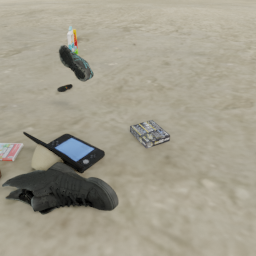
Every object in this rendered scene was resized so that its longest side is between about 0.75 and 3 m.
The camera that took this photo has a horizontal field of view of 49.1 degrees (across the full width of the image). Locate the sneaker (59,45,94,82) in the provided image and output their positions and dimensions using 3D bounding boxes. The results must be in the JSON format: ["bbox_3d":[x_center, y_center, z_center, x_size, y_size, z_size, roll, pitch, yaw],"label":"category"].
[{"bbox_3d":[-1.812,-2.257,9.775,1.549,0.584,0.614,52,36,4],"label":"sneaker"}]

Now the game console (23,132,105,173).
[{"bbox_3d":[-1.986,0.507,8.950,1.966,1.144,1.729,23,39,31],"label":"game console"}]

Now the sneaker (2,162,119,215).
[{"bbox_3d":[-1.811,1.756,7.297,2.975,0.893,1.552,18,36,34],"label":"sneaker"}]

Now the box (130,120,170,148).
[{"bbox_3d":[0.788,0.193,10.228,1.001,0.305,1.242,-15,35,-24],"label":"box"}]

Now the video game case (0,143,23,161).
[{"bbox_3d":[-4.296,0.795,9.463,1.218,0.106,0.871,1,32,2],"label":"video game case"}]

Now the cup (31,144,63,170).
[{"bbox_3d":[-2.539,1.025,8.509,0.923,0.923,0.660,23,69,31],"label":"cup"}]

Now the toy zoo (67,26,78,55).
[{"bbox_3d":[-3.397,-5.231,17.221,0.201,1.962,1.287,4,32,6],"label":"toy zoo"}]

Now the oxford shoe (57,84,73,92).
[{"bbox_3d":[-3.113,-1.943,13.683,0.787,0.286,0.332,-22,20,-31],"label":"oxford shoe"}]
